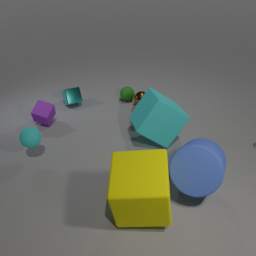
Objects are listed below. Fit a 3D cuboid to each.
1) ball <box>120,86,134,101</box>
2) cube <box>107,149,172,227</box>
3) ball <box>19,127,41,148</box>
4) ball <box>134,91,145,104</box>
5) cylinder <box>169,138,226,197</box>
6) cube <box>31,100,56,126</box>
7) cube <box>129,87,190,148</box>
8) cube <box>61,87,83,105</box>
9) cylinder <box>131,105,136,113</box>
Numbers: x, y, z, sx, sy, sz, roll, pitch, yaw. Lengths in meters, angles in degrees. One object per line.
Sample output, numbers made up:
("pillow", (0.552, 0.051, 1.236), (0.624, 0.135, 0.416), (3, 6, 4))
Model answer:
("ball", (-0.038, -1.649, 13.456), (0.700, 0.700, 0.700), (0, 32, 0))
("cube", (0.337, 1.528, 7.081), (1.400, 1.400, 1.400), (-4, 44, 7))
("ball", (-3.254, 0.311, 9.335), (0.700, 0.700, 0.700), (0, 32, 0))
("ball", (0.626, -1.362, 13.033), (0.700, 0.700, 0.700), (0, 32, 0))
("cylinder", (1.980, 1.054, 7.833), (1.400, 1.400, 1.400), (13, 10, 20))
("cube", (-3.434, -0.608, 11.425), (0.700, 0.700, 0.700), (18, 61, 2))
("cube", (1.096, -0.390, 10.210), (1.400, 1.400, 1.400), (28, 17, -23))
("cube", (-2.606, -1.483, 13.026), (0.700, 0.700, 0.700), (-17, 9, -25))
("cylinder", (0.523, -0.565, 11.657), (0.700, 0.700, 0.700), (-4, 22, -7))
